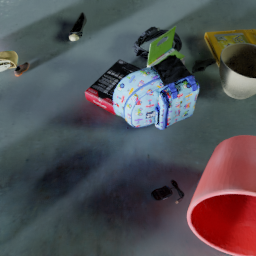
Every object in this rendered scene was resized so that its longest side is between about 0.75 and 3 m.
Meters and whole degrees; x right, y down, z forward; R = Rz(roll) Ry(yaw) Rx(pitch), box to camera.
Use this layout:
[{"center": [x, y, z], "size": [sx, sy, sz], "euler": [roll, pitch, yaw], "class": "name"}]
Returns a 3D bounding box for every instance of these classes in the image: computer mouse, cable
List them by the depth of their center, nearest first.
[{"center": [1.135, 1.936, 7.958], "size": [0.922, 0.212, 0.648], "euler": [-25, 60, -25], "class": "computer mouse"}, {"center": [1.205, -3.467, 11.853], "size": [1.792, 0.558, 2.196], "euler": [36, 59, 18], "class": "cable"}]

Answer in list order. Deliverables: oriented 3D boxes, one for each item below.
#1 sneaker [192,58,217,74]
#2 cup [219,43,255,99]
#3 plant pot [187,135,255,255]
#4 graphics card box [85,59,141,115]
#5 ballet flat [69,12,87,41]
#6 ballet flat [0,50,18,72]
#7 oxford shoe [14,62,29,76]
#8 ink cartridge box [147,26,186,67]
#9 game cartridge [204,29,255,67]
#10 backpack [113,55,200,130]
[{"center": [3.045, -2.475, 11.190], "size": [1.055, 0.317, 0.550], "euler": [-5, 53, 2], "class": "sneaker"}, {"center": [4.125, -1.866, 10.000], "size": [1.976, 1.413, 1.976], "euler": [0, 51, -1], "class": "cup"}, {"center": [2.918, 1.554, 6.969], "size": [2.536, 2.536, 2.244], "euler": [17, 44, 12], "class": "plant pot"}, {"center": [-0.392, -1.564, 10.343], "size": [1.345, 0.545, 2.144], "euler": [27, 59, 20], "class": "graphics card box"}, {"center": [-2.287, -4.532, 12.582], "size": [0.604, 0.516, 1.816], "euler": [6, 53, 4], "class": "ballet flat"}, {"center": [-5.522, -2.486, 10.912], "size": [2.395, 0.822, 0.755], "euler": [-15, 67, -10], "class": "ballet flat"}, {"center": [-4.211, -2.400, 11.128], "size": [0.285, 0.290, 0.800], "euler": [17, 55, 13], "class": "oxford shoe"}, {"center": [1.400, -2.415, 10.097], "size": [0.730, 1.927, 1.424], "euler": [40, 63, 23], "class": "ink cartridge box"}, {"center": [4.645, -3.445, 11.864], "size": [2.313, 0.375, 2.039], "euler": [-7, 54, -4], "class": "game cartridge"}, {"center": [0.788, -0.899, 8.827], "size": [2.358, 2.153, 1.587], "euler": [-22, 59, -17], "class": "backpack"}]
